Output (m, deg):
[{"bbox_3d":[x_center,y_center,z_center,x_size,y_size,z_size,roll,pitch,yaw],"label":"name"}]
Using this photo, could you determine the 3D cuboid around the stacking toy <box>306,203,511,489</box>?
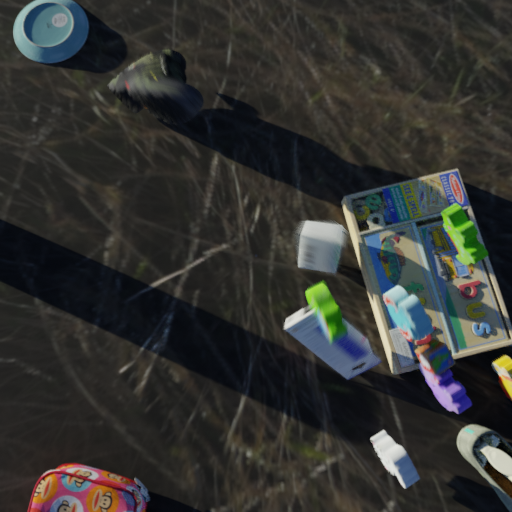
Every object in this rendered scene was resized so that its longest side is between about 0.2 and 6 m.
[{"bbox_3d":[2.544,1.376,8.432,2.652,0.826,3.517,-29,100,-9],"label":"stacking toy"}]

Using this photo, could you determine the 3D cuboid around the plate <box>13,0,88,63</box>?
[{"bbox_3d":[-3.904,-4.329,10.593,1.431,0.183,1.431,0,77,1],"label":"plate"}]

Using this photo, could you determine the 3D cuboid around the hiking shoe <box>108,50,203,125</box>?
[{"bbox_3d":[-1.563,-2.966,9.324,2.376,0.900,1.196,27,80,43],"label":"hiking shoe"}]

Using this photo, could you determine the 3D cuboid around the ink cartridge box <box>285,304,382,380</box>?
[{"bbox_3d":[1.236,1.350,8.915,1.528,0.283,0.723,42,122,-19],"label":"ink cartridge box"}]

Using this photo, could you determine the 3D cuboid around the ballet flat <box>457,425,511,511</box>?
[{"bbox_3d":[4.056,3.536,8.605,2.224,0.708,0.749,44,80,8],"label":"ballet flat"}]

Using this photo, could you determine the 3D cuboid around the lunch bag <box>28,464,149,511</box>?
[{"bbox_3d":[-2.520,4.346,8.337,1.891,0.880,2.147,15,78,3],"label":"lunch bag"}]

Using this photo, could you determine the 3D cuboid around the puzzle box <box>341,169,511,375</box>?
[{"bbox_3d":[2.881,0.233,9.483,2.088,0.399,3.139,-14,78,-4],"label":"puzzle box"}]

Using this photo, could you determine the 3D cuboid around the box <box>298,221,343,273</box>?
[{"bbox_3d":[1.066,-0.154,9.274,0.645,0.553,0.642,8,121,10],"label":"box"}]
